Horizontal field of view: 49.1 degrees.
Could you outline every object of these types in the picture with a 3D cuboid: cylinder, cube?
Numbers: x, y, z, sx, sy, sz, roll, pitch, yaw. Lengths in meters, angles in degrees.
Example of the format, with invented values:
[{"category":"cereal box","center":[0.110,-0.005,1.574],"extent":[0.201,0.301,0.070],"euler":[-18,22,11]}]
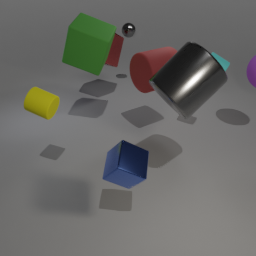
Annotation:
[{"category":"cylinder","center":[1.001,-2.075,9.964],"extent":[1.400,1.400,1.400],"euler":[-20,36,-29]},{"category":"cylinder","center":[-2.341,-0.671,7.627],"extent":[0.700,0.700,0.700],"euler":[24,34,4]},{"category":"cube","center":[-1.365,-2.979,9.950],"extent":[1.400,1.400,1.400],"euler":[20,40,-6]},{"category":"cylinder","center":[2.951,-2.086,9.486],"extent":[0.700,0.700,0.700],"euler":[35,38,5]},{"category":"cube","center":[-0.045,0.803,6.065],"extent":[0.700,0.700,0.700],"euler":[25,51,-22]},{"category":"cube","center":[-1.242,-3.692,12.776],"extent":[1.400,1.400,1.400],"euler":[18,9,28]},{"category":"cylinder","center":[1.488,-1.180,7.060],"extent":[1.400,1.400,1.400],"euler":[-44,37,5]}]

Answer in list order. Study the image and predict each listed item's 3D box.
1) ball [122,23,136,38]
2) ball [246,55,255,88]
[{"category":"ball","center":[0.032,-4.849,13.889],"extent":[0.700,0.700,0.700],"euler":[0,31,0]},{"category":"ball","center":[4.958,-2.035,9.922],"extent":[1.400,1.400,1.400],"euler":[0,31,0]}]
